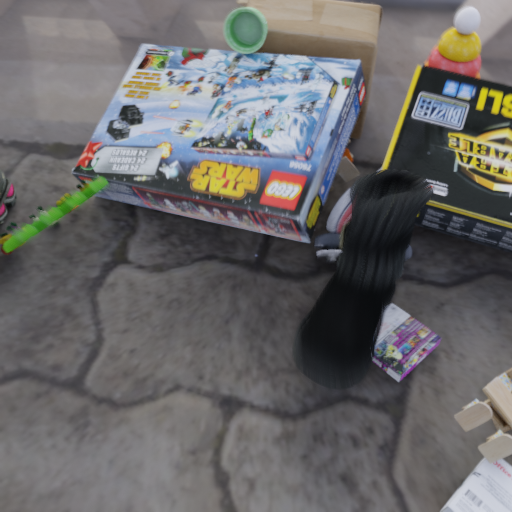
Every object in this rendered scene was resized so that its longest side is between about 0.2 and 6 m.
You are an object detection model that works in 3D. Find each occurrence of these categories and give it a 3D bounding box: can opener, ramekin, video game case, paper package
[{"bbox_3d":[1.845,-0.164,9.743,1.640,0.437,0.548,-2,79,-1],"label":"can opener"},{"bbox_3d":[-0.162,-4.002,9.890,0.760,0.760,0.371,11,34,8],"label":"ramekin"},{"bbox_3d":[2.169,1.322,8.743,1.083,0.194,0.982,-32,53,-32],"label":"video game case"},{"bbox_3d":[1.045,-3.756,11.216,2.556,2.436,1.322,9,54,6],"label":"paper package"}]

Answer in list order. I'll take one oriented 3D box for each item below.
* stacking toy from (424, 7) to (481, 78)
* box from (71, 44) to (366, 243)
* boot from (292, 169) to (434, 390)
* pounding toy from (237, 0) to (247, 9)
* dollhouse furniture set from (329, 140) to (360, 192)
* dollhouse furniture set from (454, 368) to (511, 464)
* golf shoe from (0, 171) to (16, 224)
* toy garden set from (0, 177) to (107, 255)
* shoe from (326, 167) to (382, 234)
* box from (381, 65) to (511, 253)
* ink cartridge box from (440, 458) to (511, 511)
[{"bbox_3d":[4.302,-4.355,11.941,1.458,1.996,1.458,0,53,0],"label":"stacking toy"},{"bbox_3d":[-0.693,-2.185,10.025,4.562,0.910,3.123,14,70,25],"label":"box"},{"bbox_3d":[1.507,0.190,7.936,1.131,2.248,3.007,21,37,13],"label":"boot"},{"bbox_3d":[0.701,-5.815,13.631,1.888,1.342,1.738,9,53,19],"label":"pounding toy"},{"bbox_3d":[0.738,-2.059,10.342,1.887,0.983,1.908,-27,60,21],"label":"dollhouse furniture set"},{"bbox_3d":[3.708,2.260,7.459,1.350,0.956,1.470,-17,65,-42],"label":"dollhouse furniture set"},{"bbox_3d":[-5.078,-0.459,9.479,1.234,1.408,3.197,-3,55,-3],"label":"golf shoe"},{"bbox_3d":[-3.648,-0.720,9.716,1.852,1.544,0.370,-45,105,-36],"label":"toy garden set"},{"bbox_3d":[2.322,-0.920,10.164,1.004,0.788,2.206,37,58,28],"label":"shoe"},{"bbox_3d":[4.116,-1.599,9.621,3.602,0.889,2.876,19,64,11],"label":"box"},{"bbox_3d":[3.053,3.234,7.328,1.032,0.434,0.753,-36,61,-24],"label":"ink cartridge box"}]
